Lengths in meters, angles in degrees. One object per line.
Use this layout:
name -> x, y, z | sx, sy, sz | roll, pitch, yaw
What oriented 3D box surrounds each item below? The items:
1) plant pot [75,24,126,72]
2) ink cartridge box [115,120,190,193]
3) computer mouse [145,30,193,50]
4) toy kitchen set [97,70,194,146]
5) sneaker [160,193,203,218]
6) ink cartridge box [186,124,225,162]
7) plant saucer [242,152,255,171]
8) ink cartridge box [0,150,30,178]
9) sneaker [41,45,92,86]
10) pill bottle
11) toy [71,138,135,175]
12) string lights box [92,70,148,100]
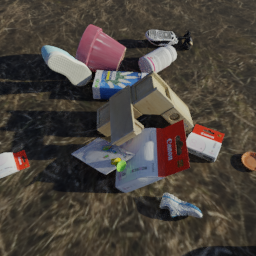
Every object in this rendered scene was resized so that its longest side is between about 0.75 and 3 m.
plant pot -> -1.244, -3.555, 13.475 | 1.962, 2.192, 2.192 | 21, 51, -3
ink cartridge box -> 0.724, 0.835, 9.629 | 2.598, 0.741, 2.112 | -31, 39, 33
computer mouse -> 2.233, -4.906, 15.511 | 2.643, 0.580, 1.449 | 4, 54, -4
toy kitchen set -> 0.674, -0.003, 10.992 | 2.954, 2.665, 2.410 | -31, 41, 26
sneaker -> 1.695, 2.688, 9.115 | 1.438, 0.539, 0.623 | 18, 58, 25
ink cartridge box -> 3.035, 0.472, 11.040 | 1.272, 0.447, 1.566 | 22, 57, 18
plant saucer -> 4.677, 1.268, 10.495 | 0.841, 0.157, 0.841 | 0, 49, 0
ink cartridge box -> -4.352, 1.261, 10.438 | 1.107, 0.316, 0.899 | -24, 53, -14
sneaker -> -2.647, -2.828, 12.328 | 1.048, 2.836, 1.162 | -41, 63, 8
pill bottle -> 1.493, -3.360, 13.854 | 1.800, 1.020, 1.020 | -34, 58, -25
toy -> -0.903, 1.110, 10.165 | 1.315, 0.539, 2.283 | -31, 29, -30
string lights box -> -0.260, -1.923, 12.803 | 2.519, 0.743, 1.294 | 3, 47, 3
